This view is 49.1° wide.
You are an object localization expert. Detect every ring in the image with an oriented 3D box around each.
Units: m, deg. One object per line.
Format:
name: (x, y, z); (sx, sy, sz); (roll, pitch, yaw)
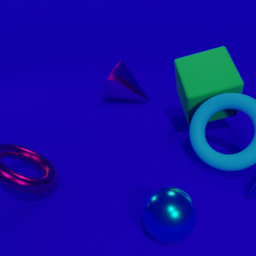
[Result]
ring: (2.135, 0.066, 5.951); (1.682, 1.682, 0.336); (19, -3, 30)
ring: (-2.064, 0.771, 5.508); (1.463, 0.293, 1.463); (29, 11, -6)

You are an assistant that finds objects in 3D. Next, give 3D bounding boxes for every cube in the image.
cube: (2.054, -1.057, 7.336); (1.329, 1.329, 1.329); (-14, 57, 6)

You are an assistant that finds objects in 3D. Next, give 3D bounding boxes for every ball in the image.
ball: (0.660, 1.376, 4.487); (0.870, 0.870, 0.870); (0, 29, 0)

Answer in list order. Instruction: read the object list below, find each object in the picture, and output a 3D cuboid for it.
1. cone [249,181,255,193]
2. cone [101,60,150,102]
cone: (2.909, 0.881, 5.279); (1.481, 1.475, 1.475); (-26, 34, -8)
cone: (0.102, -1.247, 9.257); (1.454, 1.449, 1.449); (31, 34, 3)
